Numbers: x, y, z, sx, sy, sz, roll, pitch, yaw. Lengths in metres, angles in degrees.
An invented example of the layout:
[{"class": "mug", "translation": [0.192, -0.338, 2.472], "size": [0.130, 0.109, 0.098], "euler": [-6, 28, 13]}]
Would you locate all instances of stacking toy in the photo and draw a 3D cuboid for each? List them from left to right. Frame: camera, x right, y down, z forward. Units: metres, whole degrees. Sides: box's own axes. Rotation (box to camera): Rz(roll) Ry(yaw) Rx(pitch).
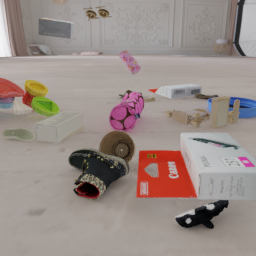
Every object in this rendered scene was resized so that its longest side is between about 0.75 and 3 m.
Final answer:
[{"class": "stacking toy", "translation": [-4.594, -0.996, 12.266], "size": [2.590, 1.208, 2.861], "euler": [46, 28, 27]}]

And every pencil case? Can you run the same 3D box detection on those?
[{"class": "pencil case", "translation": [0.050, -0.754, 11.156], "size": [1.159, 1.196, 2.554], "euler": [1, 18, 8]}, {"class": "pencil case", "translation": [0.086, -3.220, 13.661], "size": [0.577, 0.577, 1.319], "euler": [-13, 55, -33]}]

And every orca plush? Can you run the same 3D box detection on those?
[{"class": "orca plush", "translation": [1.518, 1.718, 5.382], "size": [1.223, 0.435, 0.643], "euler": [-7, -25, -32]}]

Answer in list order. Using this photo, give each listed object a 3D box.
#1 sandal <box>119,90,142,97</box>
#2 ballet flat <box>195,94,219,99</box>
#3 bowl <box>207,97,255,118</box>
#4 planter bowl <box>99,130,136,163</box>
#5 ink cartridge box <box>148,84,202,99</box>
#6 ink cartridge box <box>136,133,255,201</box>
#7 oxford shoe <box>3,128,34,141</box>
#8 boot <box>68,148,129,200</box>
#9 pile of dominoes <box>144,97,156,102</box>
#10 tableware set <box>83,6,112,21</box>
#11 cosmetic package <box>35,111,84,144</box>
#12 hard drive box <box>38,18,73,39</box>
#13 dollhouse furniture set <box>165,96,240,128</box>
[{"class": "sandal", "translation": [0.124, -1.978, 15.938], "size": [1.534, 0.438, 0.609], "euler": [-14, 23, -35]}, {"class": "ballet flat", "translation": [4.364, -1.763, 15.469], "size": [1.438, 0.333, 0.484], "euler": [17, 25, 40]}, {"class": "bowl", "translation": [4.908, -0.984, 12.974], "size": [2.377, 0.467, 2.377], "euler": [0, 19, 0]}, {"class": "planter bowl", "translation": [-0.228, 0.597, 7.768], "size": [0.998, 0.998, 0.672], "euler": [5, -7, 14]}, {"class": "ink cartridge box", "translation": [2.748, -2.405, 16.901], "size": [2.137, 0.631, 2.670], "euler": [-10, 22, -25]}, {"class": "ink cartridge box", "translation": [1.469, 0.749, 6.607], "size": [2.481, 0.623, 2.859], "euler": [1, 15, 3]}, {"class": "oxford shoe", "translation": [-3.716, 0.231, 9.607], "size": [1.110, 0.417, 0.320], "euler": [4, -16, 8]}, {"class": "boot", "translation": [-0.997, 1.052, 6.750], "size": [1.733, 0.626, 1.309], "euler": [9, 23, 25]}, {"class": "pile of dominoes", "translation": [1.042, -1.551, 15.161], "size": [0.850, 0.135, 0.662], "euler": [-9, 21, -25]}, {"class": "tableware set", "translation": [-1.391, -5.083, 12.563], "size": [1.167, 0.234, 0.771], "euler": [5, -15, 25]}, {"class": "cosmetic package", "translation": [-2.392, -0.073, 10.029], "size": [0.902, 0.637, 1.743], "euler": [8, 21, 21]}, {"class": "hard drive box", "translation": [-3.001, -4.210, 11.798], "size": [1.287, 0.634, 1.651], "euler": [5, 21, -11]}, {"class": "dollhouse furniture set", "translation": [3.076, -0.911, 11.691], "size": [2.020, 1.157, 2.369], "euler": [-11, 22, -31]}]
